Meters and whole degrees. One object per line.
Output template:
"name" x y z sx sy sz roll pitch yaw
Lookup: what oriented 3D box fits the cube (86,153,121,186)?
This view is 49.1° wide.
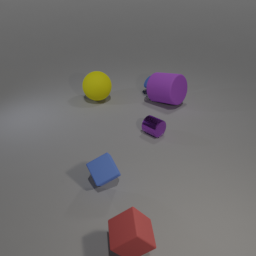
"cube" -0.693 1.211 8.108 0.700 0.700 0.700 -29 77 -3

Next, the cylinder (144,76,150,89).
"cylinder" 1.288 -2.222 14.393 0.700 0.700 0.700 31 18 -26

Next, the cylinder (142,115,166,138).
"cylinder" 1.007 -0.066 10.893 0.700 0.700 0.700 26 38 38

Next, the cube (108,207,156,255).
"cube" 0.074 2.232 5.911 0.700 0.700 0.700 -34 36 17

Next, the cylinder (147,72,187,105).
"cylinder" 1.829 -1.862 13.138 1.400 1.400 1.400 15 32 42

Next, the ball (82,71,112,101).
"ball" -1.485 -2.020 13.467 1.400 1.400 1.400 0 30 0
